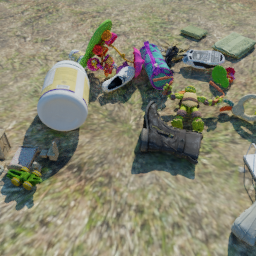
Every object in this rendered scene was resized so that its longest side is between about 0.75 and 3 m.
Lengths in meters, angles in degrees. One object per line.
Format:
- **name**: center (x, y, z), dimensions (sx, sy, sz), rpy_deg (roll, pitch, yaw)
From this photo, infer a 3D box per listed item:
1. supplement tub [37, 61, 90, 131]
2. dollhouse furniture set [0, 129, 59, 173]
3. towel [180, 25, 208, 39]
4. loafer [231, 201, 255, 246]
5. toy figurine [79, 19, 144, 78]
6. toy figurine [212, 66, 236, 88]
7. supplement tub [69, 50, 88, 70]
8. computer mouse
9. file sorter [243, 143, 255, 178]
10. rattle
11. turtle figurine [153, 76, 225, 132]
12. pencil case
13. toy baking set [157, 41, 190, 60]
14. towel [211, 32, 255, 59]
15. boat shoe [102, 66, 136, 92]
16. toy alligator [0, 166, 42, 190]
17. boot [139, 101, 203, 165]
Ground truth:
- **supplement tub**: center (-2.127, -1.157, 9.554), dimensions (1.596, 1.596, 2.195), rpy_deg (-2, 43, -2)
- **dollhouse furniture set**: center (-3.048, 0.707, 8.182), dimensions (1.769, 0.783, 0.917), rpy_deg (6, 44, 6)
- **towel**: center (3.441, -5.030, 14.643), dimensions (1.254, 0.229, 0.930), rpy_deg (32, 51, 30)
- **loafer**: center (3.344, 2.089, 6.859), dimensions (1.933, 0.676, 0.675), rpy_deg (-34, 57, -21)
- **toy figurine**: center (-0.502, -2.732, 11.339), dimensions (2.184, 2.373, 1.781), rpy_deg (35, 6, 1)
- **toy figurine**: center (4.058, -2.138, 11.390), dimensions (0.891, 0.727, 0.968), rpy_deg (-17, 67, -30)
- **supplement tub**: center (-2.115, -2.983, 12.174), dimensions (0.643, 0.643, 0.885), rpy_deg (-29, 52, -27)
- **computer mouse**: center (2.857, -2.940, 12.197), dimensions (2.538, 0.557, 1.392), rpy_deg (10, 53, 12)
- **file sorter**: center (4.144, 0.850, 8.069), dimensions (1.183, 0.736, 0.821), rpy_deg (-5, 43, -5)
- **rattle**: center (4.171, -0.761, 9.962), dimensions (1.512, 0.984, 1.080), rpy_deg (-4, 20, 38)
- **turtle figurine**: center (2.010, -0.834, 9.776), dimensions (2.607, 0.840, 2.102), rpy_deg (14, 52, 2)
- **pencil case**: center (1.103, -2.583, 11.446), dimensions (0.978, 1.062, 2.298), rpy_deg (-23, 43, 6)
- **toy baking set**: center (1.953, -3.605, 13.169), dimensions (2.039, 0.237, 1.565), rpy_deg (-25, 46, -25)
- **towel**: center (5.133, -3.997, 13.452), dimensions (1.987, 0.362, 1.474), rpy_deg (-34, 54, -30)
- **boat shoe**: center (-0.265, -1.871, 10.896), dimensions (1.593, 0.586, 0.521), rpy_deg (-41, 24, -15)
- **toy alligator**: center (-3.003, 1.372, 7.806), dimensions (1.557, 0.374, 0.516), rpy_deg (13, 45, 21)
- **boot**: center (1.408, 0.129, 8.924), dimensions (1.930, 0.768, 2.217), rpy_deg (9, 51, 4)
